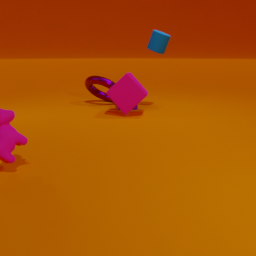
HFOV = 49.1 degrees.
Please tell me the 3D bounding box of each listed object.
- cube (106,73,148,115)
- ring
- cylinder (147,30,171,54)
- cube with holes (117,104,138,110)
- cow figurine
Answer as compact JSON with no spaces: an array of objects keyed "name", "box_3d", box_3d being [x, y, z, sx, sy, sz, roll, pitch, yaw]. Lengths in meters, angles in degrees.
[{"name":"cube","box_3d":[-0.006,-1.287,10.265,1.059,1.059,1.059,-41,5,12]},{"name":"ring","box_3d":[-1.063,-1.705,12.357,1.785,0.357,1.785,19,-19,7]},{"name":"cylinder","box_3d":[1.171,-3.283,10.686,0.707,0.707,0.707,17,24,-8]},{"name":"cube with holes","box_3d":[-0.044,-1.190,11.456,0.764,0.764,0.764,-2,16,-8]},{"name":"cow figurine","box_3d":[-2.417,0.118,5.362,0.517,0.927,0.942,-8,48,50]}]
